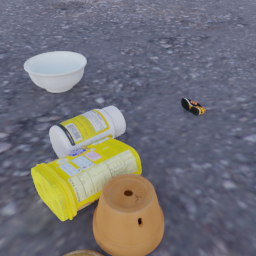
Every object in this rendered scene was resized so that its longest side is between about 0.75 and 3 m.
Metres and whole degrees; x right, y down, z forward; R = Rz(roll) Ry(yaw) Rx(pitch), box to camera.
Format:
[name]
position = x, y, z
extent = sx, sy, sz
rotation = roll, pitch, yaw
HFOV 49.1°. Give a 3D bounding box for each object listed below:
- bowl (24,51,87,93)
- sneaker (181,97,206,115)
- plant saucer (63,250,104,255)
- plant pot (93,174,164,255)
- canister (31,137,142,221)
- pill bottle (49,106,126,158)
[bowl]
position = -2.739, -2.084, 10.885
extent = 2.332, 1.048, 2.332
rotation = 0, 35, 0
[sneaker]
position = 2.257, -0.756, 9.693
extent = 0.440, 0.342, 0.978
rotation = -10, 38, -31
[plant saucer]
position = -0.853, 2.703, 4.851
extent = 1.410, 0.250, 1.410
rotation = 0, 36, 0
[plant pot]
position = 0.007, 1.643, 5.655
extent = 1.503, 1.052, 1.503
rotation = 0, 34, 0
[canister]
position = -0.920, 1.042, 6.485
extent = 2.092, 0.905, 1.554
rotation = -24, 28, -32
[pill bottle]
position = -1.068, 0.124, 7.748
extent = 1.913, 1.093, 1.093
rotation = -26, 43, -32
